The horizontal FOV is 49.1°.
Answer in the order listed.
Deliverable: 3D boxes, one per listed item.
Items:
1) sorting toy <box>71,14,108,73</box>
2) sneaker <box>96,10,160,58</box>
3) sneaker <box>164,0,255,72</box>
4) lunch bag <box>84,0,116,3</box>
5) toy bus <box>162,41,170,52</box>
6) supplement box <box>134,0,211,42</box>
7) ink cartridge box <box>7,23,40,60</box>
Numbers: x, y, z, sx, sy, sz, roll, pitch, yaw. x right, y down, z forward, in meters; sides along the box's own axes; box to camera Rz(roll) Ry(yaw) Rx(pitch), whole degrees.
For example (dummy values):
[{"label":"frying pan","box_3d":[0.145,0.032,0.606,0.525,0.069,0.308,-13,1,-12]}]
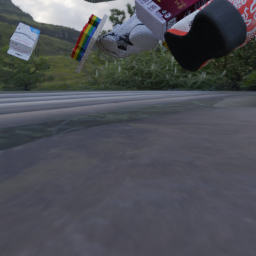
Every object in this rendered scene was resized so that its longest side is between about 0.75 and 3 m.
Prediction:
[{"label":"sorting toy","box_3d":[-1.526,-3.215,10.347,0.606,1.730,1.740,27,47,-14]},{"label":"sneaker","box_3d":[0.144,-3.673,10.569,2.953,1.697,1.109,3,-29,43]},{"label":"sneaker","box_3d":[1.721,-1.892,5.053,1.596,0.994,2.978,-34,9,0]},{"label":"lunch bag","box_3d":[-0.942,-4.250,8.301,1.555,0.599,1.247,7,2,30]},{"label":"toy bus","box_3d":[1.442,-3.161,10.180,0.822,0.450,0.871,37,25,-24]},{"label":"supplement box","box_3d":[1.482,-3.512,7.667,2.319,1.262,0.706,-35,-26,-10]},{"label":"ink cartridge box","box_3d":[-3.272,-2.726,8.821,0.664,1.146,0.382,19,-39,-16]}]
